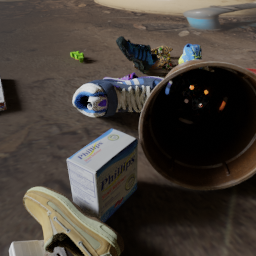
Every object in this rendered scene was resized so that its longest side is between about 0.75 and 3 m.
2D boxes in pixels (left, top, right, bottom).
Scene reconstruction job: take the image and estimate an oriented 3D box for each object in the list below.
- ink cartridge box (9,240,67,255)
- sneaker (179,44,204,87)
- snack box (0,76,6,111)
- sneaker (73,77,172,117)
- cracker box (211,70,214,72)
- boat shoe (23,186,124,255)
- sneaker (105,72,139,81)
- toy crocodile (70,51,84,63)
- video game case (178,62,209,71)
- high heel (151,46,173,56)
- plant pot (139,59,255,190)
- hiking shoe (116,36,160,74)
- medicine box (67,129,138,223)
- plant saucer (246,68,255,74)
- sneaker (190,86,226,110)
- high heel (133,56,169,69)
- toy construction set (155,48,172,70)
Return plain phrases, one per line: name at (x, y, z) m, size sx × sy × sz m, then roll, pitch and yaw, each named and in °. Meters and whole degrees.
ink cartridge box at (-1.425, 2.302, 4.638) m, size 0.877 × 0.222 × 0.995 m, roll 11°, pitch 23°, yaw -36°
sneaker at (2.538, -2.514, 10.990) m, size 0.876 × 1.215 × 2.313 m, roll -7°, pitch 43°, yaw -7°
snack box at (-5.097, -1.351, 10.156) m, size 1.047 × 0.354 × 2.911 m, roll -14°, pitch 35°, yaw -20°
sneaker at (-0.149, -0.789, 8.294) m, size 2.991 × 1.205 × 2.190 m, roll 10°, pitch 25°, yaw 23°
cracker box at (3.613, -2.080, 11.340) m, size 1.030 × 0.297 × 0.690 m, roll -24°, pitch 40°, yaw -33°
boat shoe at (-1.180, 1.777, 4.940) m, size 2.209 × 0.792 × 0.841 m, roll 20°, pitch 39°, yaw 27°
sneaker at (-0.008, -1.662, 10.160) m, size 1.995 × 0.832 × 0.805 m, roll 10°, pitch 39°, yaw 18°
toy crocodile at (-2.432, -3.430, 13.425) m, size 0.414 × 0.378 × 1.226 m, roll -20°, pitch 34°, yaw -28°
video game case at (2.858, -2.647, 12.285) m, size 1.275 × 0.228 × 1.155 m, roll 5°, pitch 33°, yaw 7°
high heel at (1.347, -3.548, 13.343) m, size 1.451 × 0.518 × 1.034 m, roll -3°, pitch 23°, yaw 26°
plant pot at (1.747, -0.401, 6.744) m, size 2.737 × 2.737 × 2.709 m, roll 4°, pitch 22°, yaw 7°
hiking shoe at (0.375, -3.099, 11.183) m, size 0.974 × 2.247 × 0.836 m, roll -41°, pitch 56°, yaw 14°
medicine box at (-0.447, 0.953, 5.622) m, size 0.724 × 1.407 × 1.282 m, roll 22°, pitch 39°, yaw 30°
plant saucer at (5.051, -1.759, 10.792) m, size 1.988 × 0.365 × 1.984 m, roll 8°, pitch 34°, yaw 14°
sneaker at (2.679, -1.161, 9.558) m, size 0.677 × 0.716 × 1.856 m, roll -12°, pitch 36°, yaw -20°
high heel at (0.975, -2.765, 12.129) m, size 1.436 × 0.513 × 1.023 m, roll 6°, pitch 23°, yaw 40°
toy construction set at (1.656, -3.253, 12.679) m, size 0.890 × 0.820 × 1.067 m, roll 16°, pitch 36°, yaw 23°
